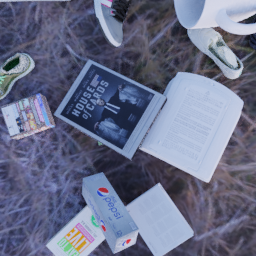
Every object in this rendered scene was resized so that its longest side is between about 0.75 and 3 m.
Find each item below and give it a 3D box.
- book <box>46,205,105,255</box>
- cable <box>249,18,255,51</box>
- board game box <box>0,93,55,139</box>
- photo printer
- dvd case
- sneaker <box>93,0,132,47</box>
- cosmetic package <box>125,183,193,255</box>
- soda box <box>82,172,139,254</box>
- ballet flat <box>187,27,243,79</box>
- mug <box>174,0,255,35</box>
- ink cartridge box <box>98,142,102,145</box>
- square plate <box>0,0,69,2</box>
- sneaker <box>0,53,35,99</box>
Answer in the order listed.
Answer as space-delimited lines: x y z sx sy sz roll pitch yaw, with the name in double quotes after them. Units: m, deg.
-1.422 3.215 8.255 1.602 0.385 1.070 -43 89 -5 "book"
5.128 -2.598 8.541 2.260 0.704 2.770 -39 87 -3 "cable"
-2.976 -0.331 8.394 1.237 0.599 0.986 -19 85 -2 "board game box"
1.869 -0.150 8.166 2.283 0.953 2.744 26 86 7 "photo printer"
-0.523 -0.588 7.967 2.665 0.330 2.003 28 82 16 "dvd case"
-0.123 -3.838 8.277 1.572 1.088 2.603 -15 82 28 "sneaker"
0.860 2.634 8.024 1.262 0.432 1.673 -36 79 7 "cosmetic package"
-0.541 2.198 7.522 0.657 0.707 2.072 -14 43 -28 "soda box"
2.720 -2.458 8.521 0.766 0.766 2.206 -40 86 -3 "ballet flat"
2.876 -3.665 7.874 2.330 1.962 2.657 -10 63 -13 "mug"
-0.578 -0.413 8.511 1.182 0.389 1.624 -16 84 1 "ink cartridge box"
-3.195 -5.439 8.939 2.794 0.397 2.768 -1 86 0 "square plate"
-3.744 -1.599 8.363 0.760 0.876 1.977 44 87 3 "sneaker"
